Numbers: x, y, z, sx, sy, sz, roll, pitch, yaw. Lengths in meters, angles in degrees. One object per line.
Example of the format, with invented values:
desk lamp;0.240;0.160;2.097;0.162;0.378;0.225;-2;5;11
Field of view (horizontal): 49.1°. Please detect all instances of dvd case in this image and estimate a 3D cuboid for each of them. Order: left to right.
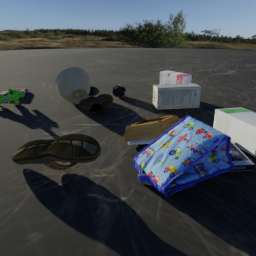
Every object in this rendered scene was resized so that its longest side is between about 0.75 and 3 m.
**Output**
dvd case;2.609;0.734;8.159;1.358;0.223;1.807;-2;22;-4

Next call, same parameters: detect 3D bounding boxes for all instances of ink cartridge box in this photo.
ink cartridge box;2.486;-2.283;14.827;0.741;1.311;1.789;-12;23;-29

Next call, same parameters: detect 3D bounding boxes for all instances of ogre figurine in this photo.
ogre figurine;-5.660;-1.489;13.478;0.977;0.799;1.629;0;5;38

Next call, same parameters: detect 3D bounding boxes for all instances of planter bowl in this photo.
planter bowl;-2.563;-1.913;13.670;1.738;1.738;1.169;-9;49;-23

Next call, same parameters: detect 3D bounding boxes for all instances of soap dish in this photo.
soap dish;0.794;0.051;8.820;1.590;0.646;1.251;-9;8;40

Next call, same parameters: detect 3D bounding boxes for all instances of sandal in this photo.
sandal;-1.874;0.768;7.454;2.671;0.729;1.091;-8;29;19

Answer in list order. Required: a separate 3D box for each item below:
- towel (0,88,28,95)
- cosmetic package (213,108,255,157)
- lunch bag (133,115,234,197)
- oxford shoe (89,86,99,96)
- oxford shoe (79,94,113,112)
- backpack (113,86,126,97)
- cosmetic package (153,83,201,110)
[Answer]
towel;-6.409;-1.949;15.580;1.298;0.205;1.803;-4;19;-4
cosmetic package;3.864;0.064;9.017;1.171;0.924;2.177;-5;19;-19
lunch bag;1.215;0.758;7.049;2.184;1.027;1.644;-26;29;-15
oxford shoe;-2.392;-2.019;15.260;1.967;0.715;0.830;16;10;32
oxford shoe;-1.260;-1.030;12.586;0.783;0.674;1.855;31;38;31
backpack;-0.428;-1.936;15.000;0.735;0.558;0.881;14;21;7
cosmetic package;2.243;-1.491;13.076;2.055;1.062;0.897;-2;20;-8
